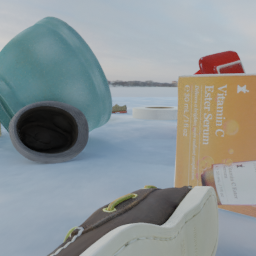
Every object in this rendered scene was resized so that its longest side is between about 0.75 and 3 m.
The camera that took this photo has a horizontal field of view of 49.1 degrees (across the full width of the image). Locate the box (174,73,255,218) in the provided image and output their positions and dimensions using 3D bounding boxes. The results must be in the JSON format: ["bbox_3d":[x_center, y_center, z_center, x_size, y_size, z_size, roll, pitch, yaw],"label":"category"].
[{"bbox_3d":[1.615,0.147,3.094,1.950,1.485,1.037,5,9,37],"label":"box"}]

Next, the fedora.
[{"bbox_3d":[-1.531,0.140,5.432,1.434,1.268,0.648,-3,-21,-23],"label":"fedora"}]

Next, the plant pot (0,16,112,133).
[{"bbox_3d":[-2.106,-0.805,6.663,1.991,2.971,2.971,-37,28,-29],"label":"plant pot"}]

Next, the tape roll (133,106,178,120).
[{"bbox_3d":[1.486,-0.730,13.199,2.603,0.476,2.603,0,9,0],"label":"tape roll"}]

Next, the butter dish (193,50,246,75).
[{"bbox_3d":[2.623,-0.941,8.630,2.376,2.383,1.761,-22,3,-42],"label":"butter dish"}]

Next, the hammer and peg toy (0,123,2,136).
[{"bbox_3d":[-4.835,-0.155,6.921,2.167,1.039,2.946,3,8,19],"label":"hammer and peg toy"}]

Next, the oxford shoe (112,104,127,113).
[{"bbox_3d":[-0.741,-1.088,15.587,1.395,0.522,0.491,-1,8,-7],"label":"oxford shoe"}]

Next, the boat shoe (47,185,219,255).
[{"bbox_3d":[-0.002,0.762,1.618,0.612,0.739,2.057,-3,2,31],"label":"boat shoe"}]
